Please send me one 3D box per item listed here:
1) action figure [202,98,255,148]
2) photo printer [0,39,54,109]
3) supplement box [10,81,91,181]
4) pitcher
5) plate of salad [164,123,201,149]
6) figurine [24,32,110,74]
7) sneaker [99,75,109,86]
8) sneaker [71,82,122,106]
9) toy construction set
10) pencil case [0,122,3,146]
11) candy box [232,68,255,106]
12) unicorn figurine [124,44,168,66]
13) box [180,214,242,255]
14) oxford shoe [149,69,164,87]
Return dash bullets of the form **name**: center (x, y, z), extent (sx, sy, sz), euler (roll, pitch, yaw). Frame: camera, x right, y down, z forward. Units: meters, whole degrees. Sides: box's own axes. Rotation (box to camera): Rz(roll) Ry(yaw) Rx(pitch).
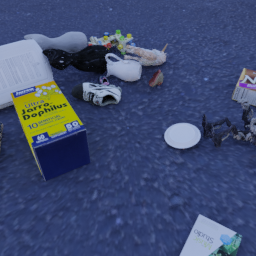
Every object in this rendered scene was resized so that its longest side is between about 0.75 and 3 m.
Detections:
- **action figure**: center (3.847, -0.112, 9.150), extent (2.559, 1.306, 1.521), euler (-6, 33, -4)
- **photo printer**: center (-4.288, -2.113, 10.710), extent (2.629, 2.187, 0.913), euler (-26, 10, -25)
- **supplement box**: center (-2.464, -0.021, 8.838), extent (1.515, 1.524, 2.784), euler (-21, 47, -21)
- **pitcher**: center (-0.207, -2.561, 11.735), extent (1.461, 1.253, 0.886), euler (10, 62, 11)
- **plate of salad**: center (1.832, 0.280, 9.441), extent (1.196, 0.287, 1.196), euler (-8, 42, 7)
- **figurine**: center (-2.669, -3.307, 11.933), extent (2.761, 1.218, 2.829), euler (-12, 40, -42)
- **sneaker**: center (-0.980, -1.997, 11.741), extent (0.353, 0.412, 1.005), euler (-13, 45, -13)
- **sneaker**: center (-1.236, -1.251, 10.725), extent (1.959, 0.726, 0.867), euler (0, 41, 1)
- **toy construction set**: center (-0.951, -4.016, 13.486), extent (2.398, 1.105, 1.572), euler (-16, 45, -32)
- **pencil case**: center (-4.398, 0.386, 9.065), extent (0.561, 0.645, 1.443), euler (-8, 45, -9)
- **candy box**: center (5.561, -1.398, 10.883), extent (2.593, 0.732, 1.513), euler (22, 47, 19)
- **unicorn figurine**: center (0.820, -3.164, 12.402), extent (1.885, 1.014, 2.745), euler (8, 25, 0)
- **box**: center (1.910, 2.948, 6.622), extent (1.125, 0.283, 1.558), euler (22, 49, 22)
- **oxford shoe**: center (1.239, -1.978, 11.559), extent (0.496, 0.467, 1.326), euler (48, 38, -13)
